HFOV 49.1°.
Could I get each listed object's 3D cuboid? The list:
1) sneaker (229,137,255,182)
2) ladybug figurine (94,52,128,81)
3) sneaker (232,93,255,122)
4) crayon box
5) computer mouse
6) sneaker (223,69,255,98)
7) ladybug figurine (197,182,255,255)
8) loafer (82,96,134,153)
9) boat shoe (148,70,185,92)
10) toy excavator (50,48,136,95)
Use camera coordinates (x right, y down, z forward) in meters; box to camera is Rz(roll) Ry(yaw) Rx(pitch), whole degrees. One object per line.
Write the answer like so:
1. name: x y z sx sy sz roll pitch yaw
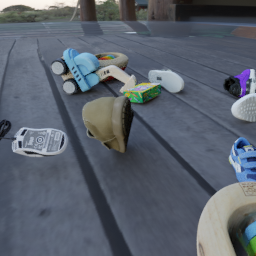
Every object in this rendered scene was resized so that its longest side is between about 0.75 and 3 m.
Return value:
1. sneaker: 2.756 0.802 6.387 0.594 0.661 1.607 1 27 -4
2. ladybug figurine: -1.068 -3.066 14.005 2.016 1.068 2.970 14 29 26
3. sneaker: 4.168 -0.759 9.689 2.235 0.854 0.900 -15 17 -36
4. crayon box: 0.592 -1.425 11.168 0.888 0.435 1.494 8 25 34
5. computer mouse: -2.341 0.365 6.608 1.908 0.419 1.046 6 60 3
6. sneaker: 4.724 -1.975 11.969 1.231 0.861 2.476 7 27 16
7. ladybug figurine: 1.921 1.843 3.565 1.988 1.054 2.929 -5 28 8
8. loafer: -0.408 -0.114 6.474 0.940 1.060 2.787 11 -16 3
9. boat shoe: 1.844 -2.220 12.511 0.762 0.846 2.394 -14 27 -24
10. toy excavator: -1.386 -2.320 11.807 2.792 2.715 1.395 -23 19 19
